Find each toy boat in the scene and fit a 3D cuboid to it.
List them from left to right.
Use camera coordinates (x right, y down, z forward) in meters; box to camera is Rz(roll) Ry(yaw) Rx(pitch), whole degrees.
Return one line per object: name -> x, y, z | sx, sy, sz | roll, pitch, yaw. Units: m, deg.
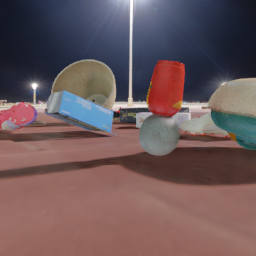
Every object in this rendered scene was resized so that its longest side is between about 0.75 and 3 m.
toy boat -> 1.462, -0.118, 3.868 | 2.614, 1.215, 2.198 | 7, 7, -10

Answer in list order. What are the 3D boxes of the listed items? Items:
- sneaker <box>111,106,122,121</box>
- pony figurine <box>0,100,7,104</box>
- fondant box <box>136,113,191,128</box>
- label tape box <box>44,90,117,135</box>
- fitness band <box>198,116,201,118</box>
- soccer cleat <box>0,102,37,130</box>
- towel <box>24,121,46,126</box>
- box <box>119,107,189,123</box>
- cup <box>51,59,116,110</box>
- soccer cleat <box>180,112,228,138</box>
sneaker -> -1.180, -0.727, 13.374 | 1.951, 0.824, 0.731 | -1, 4, -10
pony figurine -> -4.607, -0.618, 7.425 | 2.275, 1.963, 2.357 | 8, -16, -32
fondant box -> 1.203, -0.269, 9.278 | 1.674, 0.488, 1.208 | 0, 4, 14
label tape box -> -1.119, -0.372, 6.788 | 1.354, 0.594, 1.878 | 22, -8, -28
fitness band -> 4.121, -0.460, 14.044 | 1.253, 0.235, 0.900 | 5, 3, 40
soccer cleat -> -2.915, -0.258, 7.482 | 1.875, 0.625, 0.717 | -7, -20, 36
towel -> -3.512, -0.151, 9.822 | 1.104, 0.190, 0.732 | -3, 6, -39
box -> 1.229, -0.600, 12.476 | 2.121, 0.686, 2.690 | 4, 6, 34
cup -> -1.606, -1.265, 11.841 | 2.626, 2.626, 1.878 | 1, -22, 13
soccer cleat -> 1.901, -0.141, 6.363 | 0.576, 0.644, 1.661 | -4, 5, -41
